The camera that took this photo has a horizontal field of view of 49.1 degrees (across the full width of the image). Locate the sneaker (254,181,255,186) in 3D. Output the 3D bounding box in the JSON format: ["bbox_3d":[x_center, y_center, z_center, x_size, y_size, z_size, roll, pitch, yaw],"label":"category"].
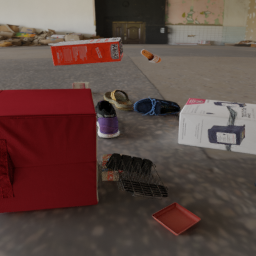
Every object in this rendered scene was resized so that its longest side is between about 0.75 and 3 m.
[{"bbox_3d":[4.156,1.205,7.497,1.695,0.742,0.631,-7,22,-17],"label":"sneaker"}]

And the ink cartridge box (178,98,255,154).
[{"bbox_3d":[3.525,-0.145,10.223,2.969,1.252,2.149,8,23,19],"label":"ink cartridge box"}]

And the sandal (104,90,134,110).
[{"bbox_3d":[-0.461,-1.583,14.588,1.093,0.735,2.722,-8,23,-20],"label":"sandal"}]

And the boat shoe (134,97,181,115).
[{"bbox_3d":[1.384,-1.018,12.923,2.164,0.911,0.743,-6,15,-8],"label":"boat shoe"}]

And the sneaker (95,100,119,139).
[{"bbox_3d":[-0.916,-0.651,11.547,1.060,1.225,2.798,-6,22,-16],"label":"sneaker"}]

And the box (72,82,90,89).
[{"bbox_3d":[-2.800,-2.413,16.861,0.977,0.624,0.532,2,22,5],"label":"box"}]

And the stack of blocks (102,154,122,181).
[{"bbox_3d":[-0.445,1.138,8.256,0.610,0.310,1.059,-1,22,-3],"label":"stack of blocks"}]

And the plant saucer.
[{"bbox_3d":[1.065,2.032,6.221,0.784,0.144,0.783,-15,26,-36],"label":"plant saucer"}]

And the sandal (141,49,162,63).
[{"bbox_3d":[0.968,-2.956,11.803,0.991,0.380,0.284,22,42,-24],"label":"sandal"}]

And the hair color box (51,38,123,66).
[{"bbox_3d":[-1.494,-2.923,10.683,2.510,0.769,1.274,-3,23,5],"label":"hair color box"}]

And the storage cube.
[{"bbox_3d":[-2.112,0.429,7.224,2.539,2.414,2.825,-3,21,-10],"label":"storage cube"}]

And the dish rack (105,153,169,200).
[{"bbox_3d":[0.236,1.296,7.247,1.372,0.488,1.789,11,23,-20],"label":"dish rack"}]
